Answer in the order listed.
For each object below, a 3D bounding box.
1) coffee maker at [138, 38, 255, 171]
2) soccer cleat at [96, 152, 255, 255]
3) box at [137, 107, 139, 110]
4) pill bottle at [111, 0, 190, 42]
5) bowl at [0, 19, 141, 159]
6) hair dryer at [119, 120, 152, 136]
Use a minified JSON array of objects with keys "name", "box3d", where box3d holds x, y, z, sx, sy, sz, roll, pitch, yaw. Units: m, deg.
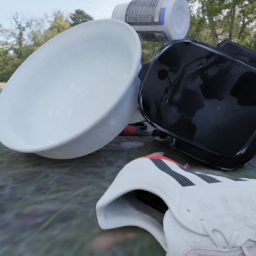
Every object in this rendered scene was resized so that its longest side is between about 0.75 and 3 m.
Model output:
[{"name":"coffee maker","box3d":[1.508,-0.497,4.751,2.568,1.801,2.673,2,10,5]},{"name":"soccer cleat","box3d":[0.648,0.610,1.775,1.934,0.664,0.824,9,27,37]},{"name":"box","box3d":[2.075,-1.384,11.788,2.320,1.220,2.833,9,13,44]},{"name":"pill bottle","box3d":[0.556,-2.922,7.597,1.969,1.120,1.120,16,17,37]},{"name":"bowl","box3d":[-0.773,-0.480,4.658,2.631,2.631,1.182,7,-29,35]},{"name":"hair dryer","box3d":[-0.501,-0.148,6.239,1.726,0.616,2.267,11,15,44]}]
